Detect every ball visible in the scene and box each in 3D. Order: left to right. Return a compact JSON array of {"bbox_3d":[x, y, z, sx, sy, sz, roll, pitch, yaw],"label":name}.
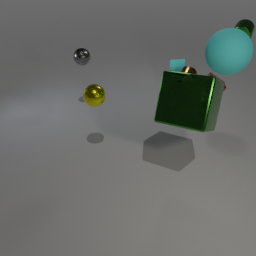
[{"bbox_3d":[-1.882,-2.912,11.453,0.700,0.700,0.700,0,31,0],"label":"ball"},{"bbox_3d":[-1.031,-0.995,8.605,0.700,0.700,0.700,0,31,0],"label":"ball"},{"bbox_3d":[3.096,-2.350,8.648,1.400,1.400,1.400,0,31,0],"label":"ball"}]

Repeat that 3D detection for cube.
[{"bbox_3d":[1.725,-0.721,7.775,1.400,1.400,1.400,13,7,27],"label":"cube"},{"bbox_3d":[3.181,-1.554,10.592,0.700,0.700,0.700,32,30,-6],"label":"cube"}]

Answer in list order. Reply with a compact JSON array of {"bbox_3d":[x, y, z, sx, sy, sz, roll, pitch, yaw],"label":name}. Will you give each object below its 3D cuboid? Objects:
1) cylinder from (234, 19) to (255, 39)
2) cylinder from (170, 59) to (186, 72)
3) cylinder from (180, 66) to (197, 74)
[{"bbox_3d":[4.182,-3.486,10.201,0.700,0.700,0.700,16,48,24],"label":"cylinder"},{"bbox_3d":[2.375,-2.894,13.294,0.700,0.700,0.700,-1,30,15],"label":"cylinder"},{"bbox_3d":[2.449,-2.095,11.684,0.700,0.700,0.700,15,60,24],"label":"cylinder"}]
